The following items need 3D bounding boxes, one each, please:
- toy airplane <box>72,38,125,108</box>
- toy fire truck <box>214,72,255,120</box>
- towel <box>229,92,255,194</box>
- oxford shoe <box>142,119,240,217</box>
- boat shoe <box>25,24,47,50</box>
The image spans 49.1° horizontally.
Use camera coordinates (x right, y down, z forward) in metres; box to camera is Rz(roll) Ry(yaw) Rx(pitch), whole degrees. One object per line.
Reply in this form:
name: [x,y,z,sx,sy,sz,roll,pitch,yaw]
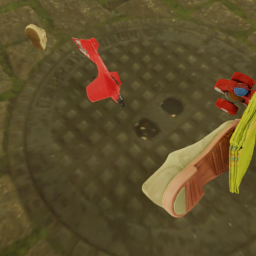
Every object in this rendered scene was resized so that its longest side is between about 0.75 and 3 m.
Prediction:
toy airplane: [-0.564,-1.259,6.191,0.348,1.892,1.892,-29,57,25]
toy fire truck: [2.467,-0.588,5.620,1.487,1.248,0.834,32,95,10]
towel: [2.236,0.407,5.284,0.232,2.572,1.107,25,72,29]
oxford shoe: [1.518,0.607,6.184,2.952,1.045,1.090,-34,34,-30]
boat shoe: [-1.779,-1.828,5.485,0.312,0.875,0.282,22,81,-5]
